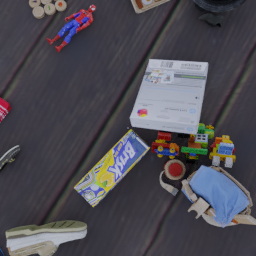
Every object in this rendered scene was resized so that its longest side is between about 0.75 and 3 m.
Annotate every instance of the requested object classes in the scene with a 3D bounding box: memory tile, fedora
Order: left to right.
[{"bbox_3d":[-3.239,-5.215,10.907,1.369,0.150,1.786,-18,82,-3],"label":"memory tile"},{"bbox_3d":[3.266,-5.133,10.370,2.531,1.156,2.531,0,79,-2],"label":"fedora"}]

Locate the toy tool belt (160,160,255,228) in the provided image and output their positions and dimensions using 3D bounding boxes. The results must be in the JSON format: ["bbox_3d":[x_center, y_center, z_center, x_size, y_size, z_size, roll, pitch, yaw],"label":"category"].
[{"bbox_3d":[2.515,1.970,8.889,2.975,1.828,1.858,37,83,6],"label":"toy tool belt"}]

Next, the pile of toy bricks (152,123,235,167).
[{"bbox_3d":[2.276,0.271,9.559,2.792,1.549,1.378,7,47,10],"label":"pile of toy bricks"}]

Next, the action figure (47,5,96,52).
[{"bbox_3d":[-2.019,-3.840,10.517,0.723,0.571,2.210,43,81,9],"label":"action figure"}]

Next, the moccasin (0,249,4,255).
[{"bbox_3d":[-4.369,4.381,9.092,1.956,0.667,0.787,43,83,6],"label":"moccasin"}]

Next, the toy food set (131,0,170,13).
[{"bbox_3d":[0.818,-5.251,10.598,1.706,0.515,1.224,-24,94,-4],"label":"toy food set"}]

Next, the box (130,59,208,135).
[{"bbox_3d":[1.431,-1.138,9.289,2.102,0.555,2.696,7,55,17],"label":"box"}]

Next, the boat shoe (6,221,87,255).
[{"bbox_3d":[-2.598,3.630,9.118,2.681,1.002,0.917,-8,84,8],"label":"boat shoe"}]

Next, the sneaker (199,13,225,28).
[{"bbox_3d":[3.176,-4.061,10.630,0.964,0.366,0.438,7,88,4],"label":"sneaker"}]

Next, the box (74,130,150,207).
[{"bbox_3d":[-0.501,1.338,9.488,0.942,0.864,2.688,44,83,6],"label":"box"}]

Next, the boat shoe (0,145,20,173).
[{"bbox_3d":[-4.192,1.102,9.765,1.210,0.431,0.364,-42,86,1],"label":"boat shoe"}]

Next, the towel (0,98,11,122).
[{"bbox_3d":[-5.382,-0.391,10.092,1.486,0.231,2.055,35,83,6],"label":"towel"}]
